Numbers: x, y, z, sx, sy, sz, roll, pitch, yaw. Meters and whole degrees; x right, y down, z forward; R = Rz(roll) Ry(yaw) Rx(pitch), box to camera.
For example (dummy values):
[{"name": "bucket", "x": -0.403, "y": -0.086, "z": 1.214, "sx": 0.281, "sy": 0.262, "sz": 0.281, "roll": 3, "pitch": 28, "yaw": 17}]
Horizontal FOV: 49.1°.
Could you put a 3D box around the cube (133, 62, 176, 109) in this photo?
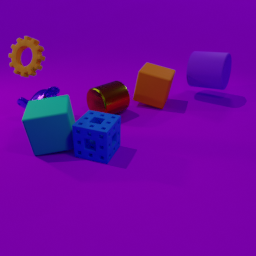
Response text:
[{"name": "cube", "x": 0.953, "y": -1.551, "z": 10.137, "sx": 1.139, "sy": 1.139, "sz": 1.139, "roll": 18, "pitch": 33, "yaw": 9}]

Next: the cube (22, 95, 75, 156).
[{"name": "cube", "x": -2.056, "y": -0.094, "z": 7.568, "sx": 1.126, "sy": 1.126, "sz": 1.126, "roll": -10, "pitch": 31, "yaw": -4}]

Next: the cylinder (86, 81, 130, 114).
[{"name": "cylinder", "x": -0.661, "y": -0.946, "z": 9.340, "sx": 1.063, "sy": 1.063, "sz": 1.063, "roll": -25, "pitch": 37, "yaw": -37}]

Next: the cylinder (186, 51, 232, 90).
[{"name": "cylinder", "x": 3.045, "y": -2.165, "z": 10.509, "sx": 1.331, "sy": 1.331, "sz": 1.331, "roll": 12, "pitch": 31, "yaw": 29}]

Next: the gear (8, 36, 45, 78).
[{"name": "gear", "x": -2.837, "y": -1.984, "z": 7.834, "sx": 1.097, "sy": 1.097, "sz": 0.203, "roll": 12, "pitch": 5, "yaw": 20}]

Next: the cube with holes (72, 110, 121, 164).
[{"name": "cube with holes", "x": -0.791, "y": 0.211, "z": 7.340, "sx": 0.934, "sy": 0.934, "sz": 0.934, "roll": 11, "pitch": 31, "yaw": 16}]

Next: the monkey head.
[{"name": "monkey head", "x": -2.807, "y": -0.855, "z": 8.848, "sx": 1.613, "sy": 1.161, "sz": 0.972, "roll": -20, "pitch": 46, "yaw": 50}]
